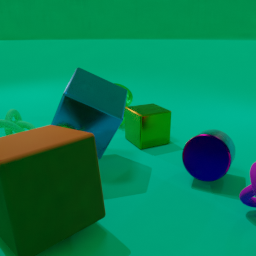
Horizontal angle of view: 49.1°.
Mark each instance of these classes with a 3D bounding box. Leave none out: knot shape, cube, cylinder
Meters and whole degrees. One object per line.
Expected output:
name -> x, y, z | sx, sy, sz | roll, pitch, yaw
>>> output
knot shape -> -2.990, 0.025, 7.525 | 1.108, 0.547, 1.184 | 39, 17, 6
knot shape -> 2.196, 0.923, 4.460 | 1.121, 1.049, 0.518 | -31, 49, -33
knot shape -> -0.616, -0.678, 9.190 | 1.574, 0.777, 1.682 | -28, 39, 16
cube -> -0.853, -0.320, 6.071 | 1.237, 1.237, 1.237 | 23, 34, -12
cube -> 0.526, -0.077, 7.624 | 0.934, 0.934, 0.934 | -9, 21, -24
cube -> -1.321, 0.802, 4.178 | 1.344, 1.344, 1.344 | -18, 17, -39
cylinder -> 1.658, 0.527, 5.691 | 0.919, 0.919, 0.919 | 9, 10, 25
